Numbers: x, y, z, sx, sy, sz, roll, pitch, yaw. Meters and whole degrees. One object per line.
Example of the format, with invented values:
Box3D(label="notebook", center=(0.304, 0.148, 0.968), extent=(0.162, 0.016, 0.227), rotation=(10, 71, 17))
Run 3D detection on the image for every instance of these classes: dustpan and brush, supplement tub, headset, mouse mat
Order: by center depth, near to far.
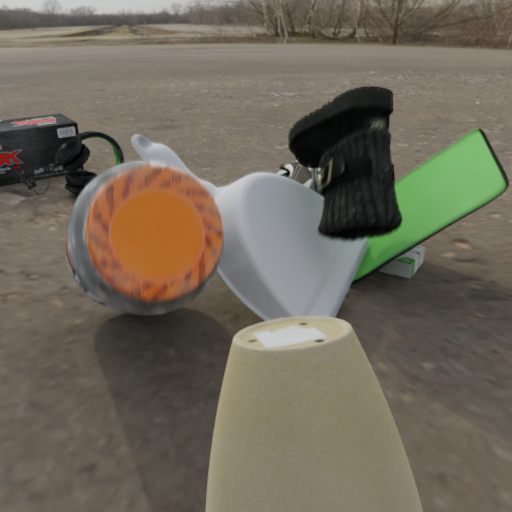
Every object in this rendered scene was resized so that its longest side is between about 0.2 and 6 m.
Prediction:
Box3D(label="supplement tub", center=(-1.480, -0.164, 7.125), extent=(1.796, 1.796, 2.932), rotation=(-10, 0, -20))
Box3D(label="dustpan and brush", center=(-0.252, -0.661, 8.561), extent=(1.113, 3.889, 2.714), rotation=(-36, 13, 43))
Box3D(label="mouse mat", center=(2.629, -0.844, 9.262), extent=(2.893, 0.109, 2.328), rotation=(-34, 23, 28))
Box3D(label="headset", center=(-4.150, -2.016, 12.748), extent=(2.240, 1.383, 1.052), rotation=(-29, 35, -27))

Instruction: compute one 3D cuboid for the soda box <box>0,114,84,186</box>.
Box3D(label="soda box", center=(-6.529, -2.501, 13.719), extent=(4.164, 1.318, 1.473), rotation=(-16, 30, -31))

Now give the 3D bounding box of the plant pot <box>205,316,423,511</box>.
Box3D(label="plant pot", center=(0.375, 1.495, 4.268), extent=(1.789, 1.910, 1.789), rotation=(-6, 8, 1))

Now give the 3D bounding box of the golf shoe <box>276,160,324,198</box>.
Box3D(label="golf shoe", center=(1.034, -1.939, 12.883), extent=(1.297, 1.068, 2.746), rotation=(2, 25, 4))

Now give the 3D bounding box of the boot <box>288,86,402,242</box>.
Box3D(label="boot", center=(1.230, -1.182, 8.514), extent=(1.006, 1.999, 2.674), rotation=(-2, -4, -15))

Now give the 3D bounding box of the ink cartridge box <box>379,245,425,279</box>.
Box3D(label="ink cartridge box", center=(2.509, 0.054, 9.606), extent=(0.559, 0.317, 0.763), rotation=(15, 30, 28))
